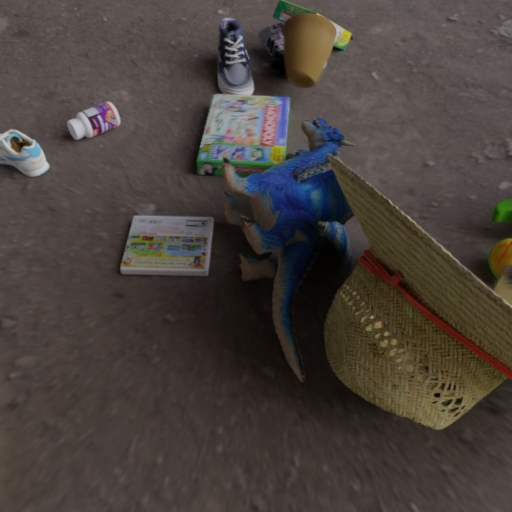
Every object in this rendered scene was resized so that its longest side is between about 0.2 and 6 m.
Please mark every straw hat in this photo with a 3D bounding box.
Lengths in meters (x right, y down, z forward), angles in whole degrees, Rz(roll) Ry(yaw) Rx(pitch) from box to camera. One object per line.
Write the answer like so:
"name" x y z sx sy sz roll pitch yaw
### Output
"straw hat" 1.893 0.944 6.791 1.924 4.546 4.546 -49 53 11

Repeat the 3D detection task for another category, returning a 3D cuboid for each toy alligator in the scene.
"toy alligator" 5.724 -0.857 9.242 3.708 1.100 1.006 -13 47 -12

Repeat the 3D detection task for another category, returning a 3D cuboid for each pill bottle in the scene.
"pill bottle" -3.331 -2.739 11.453 0.960 0.535 0.535 -32 54 -26

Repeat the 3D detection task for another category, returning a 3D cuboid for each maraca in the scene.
"maraca" 4.063 0.199 8.603 0.748 0.584 1.091 -31 59 9

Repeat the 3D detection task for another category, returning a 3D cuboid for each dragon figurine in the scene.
"dragon figurine" 0.838 -0.556 8.744 2.368 1.402 4.762 -10 46 -9

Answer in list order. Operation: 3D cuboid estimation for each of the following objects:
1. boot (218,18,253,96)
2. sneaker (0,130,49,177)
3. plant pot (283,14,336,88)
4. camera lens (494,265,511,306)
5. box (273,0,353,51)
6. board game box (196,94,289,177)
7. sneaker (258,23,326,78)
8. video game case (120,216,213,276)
"boot" -0.553 -4.565 12.877 0.809 1.005 2.225 -8 47 -8
"sneaker" -4.734 -2.110 10.748 1.691 0.683 0.647 20 51 19
"plant pot" 1.074 -4.341 12.142 1.161 1.161 1.246 9 79 8
"camera lens" 3.758 0.478 8.088 0.521 0.651 0.521 -1 51 2
"box" 1.461 -5.622 13.776 1.211 0.499 2.064 35 24 29
"board game box" -0.199 -2.466 11.317 1.645 0.356 2.444 3 46 4
"sneaker" 0.509 -4.787 13.243 2.040 0.793 1.427 34 54 29
"video game case" -1.440 -0.183 9.259 1.389 0.159 1.264 2 46 0
